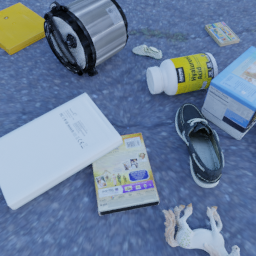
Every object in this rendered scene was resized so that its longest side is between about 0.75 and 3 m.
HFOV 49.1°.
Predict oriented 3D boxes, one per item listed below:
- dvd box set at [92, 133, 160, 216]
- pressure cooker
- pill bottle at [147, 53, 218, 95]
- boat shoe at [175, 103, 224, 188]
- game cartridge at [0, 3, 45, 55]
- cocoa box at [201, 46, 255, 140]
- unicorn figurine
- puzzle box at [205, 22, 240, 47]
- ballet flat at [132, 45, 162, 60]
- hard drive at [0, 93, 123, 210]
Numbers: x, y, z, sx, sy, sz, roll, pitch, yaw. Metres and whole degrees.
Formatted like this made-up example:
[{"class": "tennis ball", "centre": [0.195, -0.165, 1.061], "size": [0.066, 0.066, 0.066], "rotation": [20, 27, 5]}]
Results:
[{"class": "dvd box set", "centre": [-0.152, 1.080, 7.028], "size": [1.450, 0.291, 1.982], "rotation": [-9, 54, -7]}, {"class": "pressure cooker", "centre": [-1.421, -2.951, 8.868], "size": [2.079, 2.112, 2.364], "rotation": [38, 61, 19]}, {"class": "pill bottle", "centre": [1.604, -1.598, 8.527], "size": [1.953, 1.087, 1.087], "rotation": [-13, 54, -8]}, {"class": "boat shoe", "centre": [1.905, 0.223, 7.351], "size": [0.984, 0.785, 2.603], "rotation": [-9, 54, -7]}, {"class": "game cartridge", "centre": [-4.283, -3.828, 10.667], "size": [2.287, 0.371, 2.016], "rotation": [39, 62, 22]}, {"class": "cocoa box", "centre": [3.318, -1.019, 7.893], "size": [1.414, 1.391, 2.120], "rotation": [38, 62, 25]}, {"class": "unicorn figurine", "centre": [1.664, 2.300, 5.975], "size": [1.825, 0.674, 1.254], "rotation": [-2, 62, 16]}, {"class": "puzzle box", "centre": [3.539, -3.551, 10.551], "size": [0.810, 0.155, 1.218], "rotation": [-15, 55, -12]}, {"class": "ballet flat", "centre": [0.686, -2.720, 9.810], "size": [1.101, 0.382, 0.382], "rotation": [19, 56, 14]}, {"class": "hard drive", "centre": [-1.917, 0.440, 7.208], "size": [2.999, 0.394, 1.978], "rotation": [-31, 57, -14]}]
